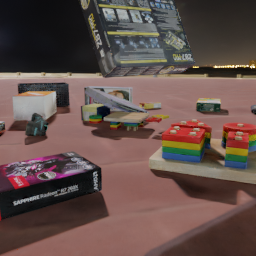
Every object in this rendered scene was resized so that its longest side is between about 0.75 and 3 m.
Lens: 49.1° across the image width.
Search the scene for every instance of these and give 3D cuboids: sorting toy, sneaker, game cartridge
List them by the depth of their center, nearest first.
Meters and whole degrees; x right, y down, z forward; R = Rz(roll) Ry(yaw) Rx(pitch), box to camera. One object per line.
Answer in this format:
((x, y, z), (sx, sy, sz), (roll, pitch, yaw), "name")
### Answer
((2.099, 0.377, 7.060), (2.511, 0.874, 2.496), (5, 14, 22), "sorting toy")
((-3.173, -0.063, 9.926), (0.676, 0.643, 1.705), (11, 17, -13), "sneaker")
((0.067, -0.252, 10.668), (2.897, 0.490, 1.397), (3, 13, 17), "sorting toy")
((-0.453, -1.053, 12.040), (2.550, 0.490, 1.653), (15, 9, -44), "game cartridge")

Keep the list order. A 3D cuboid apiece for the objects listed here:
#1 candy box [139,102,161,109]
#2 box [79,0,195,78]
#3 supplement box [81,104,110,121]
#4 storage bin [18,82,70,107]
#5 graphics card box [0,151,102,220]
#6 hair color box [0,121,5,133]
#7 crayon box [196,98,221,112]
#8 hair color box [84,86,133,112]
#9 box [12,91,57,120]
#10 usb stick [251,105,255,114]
((1.233, -1.269, 15.542), (1.055, 0.298, 0.615), (-4, 13, -26), "candy box")
((0.338, -2.554, 7.383), (2.838, 2.288, 0.697), (-13, -10, -36), "box")
((-1.405, -0.681, 12.221), (0.937, 0.630, 0.938), (7, 15, 28), "supplement box")
((-4.896, -1.940, 16.278), (2.752, 1.290, 1.861), (-6, 14, -20), "storage bin")
((-1.675, 0.988, 5.218), (2.073, 0.527, 1.300), (-8, 15, -34), "graphics card box")
((-5.074, -0.024, 9.922), (1.226, 0.392, 0.680), (3, 13, 21), "hair color box")
((4.326, -1.241, 14.977), (1.189, 0.488, 1.891), (4, 14, 17), "crayon box")
((-1.011, -1.524, 14.591), (2.431, 1.203, 0.737), (3, 13, 13), "hair color box")
((-4.227, -1.074, 12.934), (1.365, 1.070, 2.195), (0, 13, -2), "box")
((6.483, -0.955, 14.221), (0.461, 0.271, 1.663), (6, 14, 22), "usb stick")
